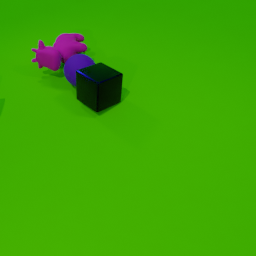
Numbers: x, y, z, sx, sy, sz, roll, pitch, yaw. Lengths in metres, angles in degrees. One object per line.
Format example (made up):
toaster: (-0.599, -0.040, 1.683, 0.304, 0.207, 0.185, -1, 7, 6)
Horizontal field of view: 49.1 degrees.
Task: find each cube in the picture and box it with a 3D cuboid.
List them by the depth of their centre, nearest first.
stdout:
cube: (-0.774, -1.105, 7.522, 0.895, 0.895, 0.895, 33, 45, 31)

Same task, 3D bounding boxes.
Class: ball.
ball: (-1.376, -1.661, 8.134, 0.951, 0.951, 0.951, 0, 46, 0)

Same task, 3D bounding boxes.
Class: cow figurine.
cow figurine: (-2.152, -2.443, 8.810, 1.672, 0.933, 1.700, 0, 42, -18)
